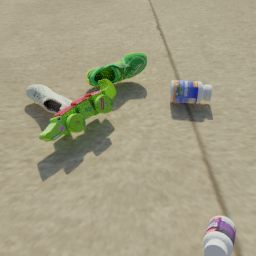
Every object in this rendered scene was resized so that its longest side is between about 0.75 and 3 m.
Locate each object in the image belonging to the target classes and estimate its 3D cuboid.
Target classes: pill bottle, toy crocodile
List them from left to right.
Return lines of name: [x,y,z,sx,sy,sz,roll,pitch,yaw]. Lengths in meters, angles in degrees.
toy crocodile: [-1.265,-0.464,7.499,2.586,0.798,0.873,-38,18,-30]
pill bottle: [1.922,-1.106,8.619,1.215,0.681,0.681,3,41,6]
pill bottle: [1.543,1.901,4.747,0.485,0.485,0.870,19,18,21]

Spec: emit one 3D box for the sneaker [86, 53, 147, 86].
sneaker: [-0.299,-1.829,9.238,2.175,0.806,0.909,-24,25,-8]

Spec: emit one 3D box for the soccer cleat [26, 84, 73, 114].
soccer cleat: [-2.431,-0.857,8.308,1.765,0.612,0.685,22,24,20]
